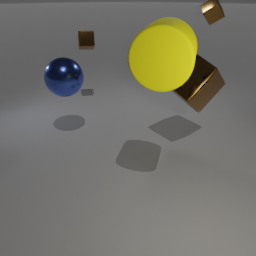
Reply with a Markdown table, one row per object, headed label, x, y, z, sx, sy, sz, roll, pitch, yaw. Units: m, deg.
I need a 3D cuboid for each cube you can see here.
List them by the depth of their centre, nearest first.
| label | x | y | z | sx | sy | sz | roll | pitch | yaw |
| --- | --- | --- | --- | --- | --- | --- | --- | --- | --- |
| cube | 2.242 | -1.617 | 9.672 | 1.400 | 1.400 | 1.400 | 47 | 12 | 30 |
| cube | 3.578 | -4.953 | 11.833 | 0.700 | 0.700 | 0.700 | -23 | 45 | 30 |
| cube | -1.910 | -4.002 | 12.789 | 0.700 | 0.700 | 0.700 | -3 | 5 | -11 |

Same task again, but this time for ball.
| label | x | y | z | sx | sy | sz | roll | pitch | yaw |
| --- | --- | --- | --- | --- | --- | --- | --- | --- | --- |
| ball | -2.298 | -1.823 | 10.071 | 1.400 | 1.400 | 1.400 | 0 | 28 | 0 |

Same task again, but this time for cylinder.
| label | x | y | z | sx | sy | sz | roll | pitch | yaw |
| --- | --- | --- | --- | --- | --- | --- | --- | --- | --- |
| cylinder | 0.829 | -1.700 | 6.356 | 1.400 | 1.400 | 1.400 | 7 | 28 | 13 |
